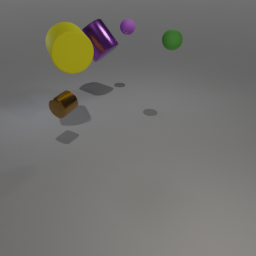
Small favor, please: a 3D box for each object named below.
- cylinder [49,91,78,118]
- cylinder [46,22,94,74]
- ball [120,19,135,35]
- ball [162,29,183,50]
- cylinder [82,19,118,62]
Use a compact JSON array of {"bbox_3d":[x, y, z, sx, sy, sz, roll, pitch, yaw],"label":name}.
[{"bbox_3d":[-2.138,-0.787,9.313,0.700,0.700,0.700,15,39,26],"label":"cylinder"},{"bbox_3d":[-2.013,-2.751,9.553,1.400,1.400,1.400,-10,34,-18],"label":"cylinder"},{"bbox_3d":[-0.017,-4.662,12.914,0.700,0.700,0.700,0,29,0],"label":"ball"},{"bbox_3d":[1.513,-3.017,9.569,0.700,0.700,0.700,0,29,0],"label":"ball"},{"bbox_3d":[-1.393,-4.033,12.956,1.400,1.400,1.400,-36,9,7],"label":"cylinder"}]
